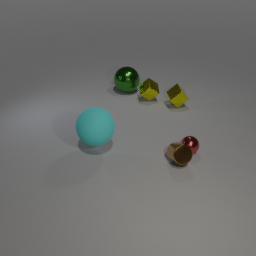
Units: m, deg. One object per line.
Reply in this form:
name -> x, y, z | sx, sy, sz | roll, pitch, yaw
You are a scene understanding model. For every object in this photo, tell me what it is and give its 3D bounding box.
cube -> 2.397, -1.567, 13.557 | 0.700, 0.700, 0.700 | -37, 41, 21
ball -> -0.065, -2.600, 15.054 | 1.400, 1.400, 1.400 | 0, 31, 0
ball -> -1.177, -0.055, 10.102 | 1.400, 1.400, 1.400 | 0, 31, 0
ball -> 2.306, 0.637, 10.446 | 0.700, 0.700, 0.700 | 0, 31, 0
cylinder -> 1.800, 0.883, 9.820 | 0.700, 0.700, 0.700 | -7, 8, -12
cube -> 1.075, -1.946, 14.119 | 0.700, 0.700, 0.700 | 24, 48, -35
